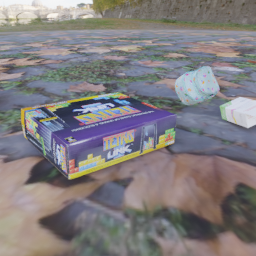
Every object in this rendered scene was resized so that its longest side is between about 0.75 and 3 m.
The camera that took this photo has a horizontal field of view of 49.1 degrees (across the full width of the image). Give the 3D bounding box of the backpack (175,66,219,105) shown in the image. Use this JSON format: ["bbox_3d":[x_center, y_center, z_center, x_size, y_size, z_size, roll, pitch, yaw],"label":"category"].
[{"bbox_3d":[2.091,-1.284,8.558,1.206,1.061,0.925,-22,0,-22],"label":"backpack"}]

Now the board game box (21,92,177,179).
[{"bbox_3d":[-0.679,-0.048,6.543,2.826,0.801,2.336,-16,27,-36],"label":"board game box"}]

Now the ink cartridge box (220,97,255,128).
[{"bbox_3d":[3.244,-0.415,7.613,0.774,0.445,1.321,-23,22,-12],"label":"ink cartridge box"}]
